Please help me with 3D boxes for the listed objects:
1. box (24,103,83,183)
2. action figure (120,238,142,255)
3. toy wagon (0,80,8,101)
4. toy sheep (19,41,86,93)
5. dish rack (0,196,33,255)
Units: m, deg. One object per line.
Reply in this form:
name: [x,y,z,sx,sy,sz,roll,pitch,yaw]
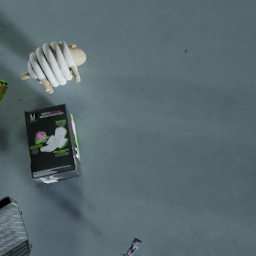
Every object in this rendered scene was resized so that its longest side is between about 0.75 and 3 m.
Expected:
box: [-1.929,0.455,7.408,1.095,1.308,1.761,-10,75,-4]
action figure: [0.042,3.172,7.089,0.273,0.511,0.786,28,81,46]
toy wagon: [-3.622,-0.927,7.639,0.208,1.051,0.816,30,90,-10]
toy sheep: [-2.154,-1.778,8.064,1.979,1.365,1.365,-23,76,-9]
dish rack: [-3.113,2.701,6.969,1.251,0.445,1.631,-33,62,3]
